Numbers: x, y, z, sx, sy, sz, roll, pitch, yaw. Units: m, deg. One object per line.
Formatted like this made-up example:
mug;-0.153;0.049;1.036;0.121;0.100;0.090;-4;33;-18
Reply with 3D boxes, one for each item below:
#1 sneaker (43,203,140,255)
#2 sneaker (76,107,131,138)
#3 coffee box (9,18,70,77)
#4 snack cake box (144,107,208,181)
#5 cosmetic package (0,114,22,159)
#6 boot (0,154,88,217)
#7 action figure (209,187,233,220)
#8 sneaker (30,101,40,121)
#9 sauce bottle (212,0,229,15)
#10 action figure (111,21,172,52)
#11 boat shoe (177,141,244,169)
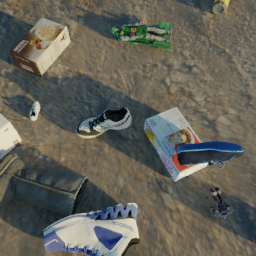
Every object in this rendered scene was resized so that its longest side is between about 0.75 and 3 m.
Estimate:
sneaker;-0.905;3.323;8.038;2.910;1.176;1.681;-13;58;-9
sneaker;-0.928;-0.291;10.301;2.125;0.932;0.804;-17;63;-8
coffee box;-3.770;-3.541;12.180;1.355;0.944;2.369;24;62;13
snack cake box;1.688;0.519;9.873;1.329;0.776;2.311;-22;63;-16
cosmetic package;-4.981;0.088;9.708;1.759;1.450;1.451;38;67;16
boot;-3.041;2.249;8.872;2.898;1.052;2.635;22;62;5
action figure;2.970;2.443;9.046;0.684;0.365;1.051;-6;63;-12
sneaker;-3.629;-0.700;10.894;0.316;0.318;0.878;-1;58;0
sauce bottle;4.817;-6.620;14.139;0.698;0.698;2.157;19;62;11
action figure;0.585;-4.330;12.816;2.794;0.764;1.650;5;63;7
boat shoe;2.576;0.847;8.892;2.032;0.697;0.855;0;20;9
